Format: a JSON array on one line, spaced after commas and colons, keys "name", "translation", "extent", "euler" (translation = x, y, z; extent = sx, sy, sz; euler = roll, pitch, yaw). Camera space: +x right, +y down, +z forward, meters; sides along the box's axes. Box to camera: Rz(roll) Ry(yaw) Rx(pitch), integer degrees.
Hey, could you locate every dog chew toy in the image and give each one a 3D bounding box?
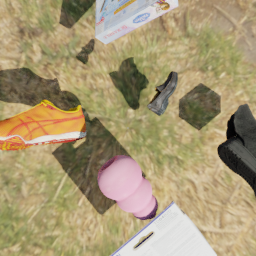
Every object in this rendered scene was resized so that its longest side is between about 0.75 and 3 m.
[{"name": "dog chew toy", "translation": [0.058, 1.124, 5.054], "extent": [0.813, 0.813, 1.305], "euler": [-41, 99, -5]}]

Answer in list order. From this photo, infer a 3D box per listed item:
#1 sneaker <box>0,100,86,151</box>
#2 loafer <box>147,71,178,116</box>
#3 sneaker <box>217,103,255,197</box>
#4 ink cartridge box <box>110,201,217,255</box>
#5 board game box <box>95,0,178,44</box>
[{"name": "sneaker", "translation": [-1.961, -0.072, 5.662], "extent": [0.901, 2.470, 0.953], "euler": [-16, 85, 40]}, {"name": "loafer", "translation": [0.603, -0.634, 4.792], "extent": [0.300, 0.302, 0.831], "euler": [27, 77, -14]}, {"name": "sneaker", "translation": [2.159, 0.513, 4.430], "extent": [0.965, 0.555, 1.849], "euler": [-29, 67, -25]}, {"name": "ink cartridge box", "translation": [0.581, 2.360, 5.215], "extent": [1.730, 0.352, 1.733], "euler": [-38, 113, -4]}, {"name": "board game box", "translation": [0.097, -2.849, 5.674], "extent": [1.786, 0.367, 1.781], "euler": [-15, 67, 36]}]
